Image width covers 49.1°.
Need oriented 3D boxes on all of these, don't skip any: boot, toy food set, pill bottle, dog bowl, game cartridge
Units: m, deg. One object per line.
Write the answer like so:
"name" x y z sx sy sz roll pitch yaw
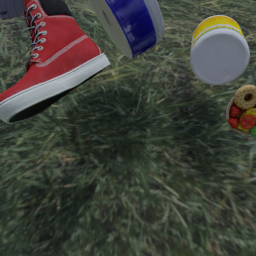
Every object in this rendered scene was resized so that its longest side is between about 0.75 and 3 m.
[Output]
"boot" -1.824 -1.493 5.469 2.062 1.035 2.859 54 44 -11
"toy food set" 2.931 -0.385 6.650 1.166 1.178 0.287 19 17 -9
"pill bottle" 2.590 -2.401 8.131 1.476 1.476 2.617 10 34 9
"dog bowl" -0.197 -3.427 7.932 1.108 2.814 2.814 -35 55 -1
"game cartridge" -3.148 -4.346 7.838 1.541 2.378 0.456 -30 60 -26
